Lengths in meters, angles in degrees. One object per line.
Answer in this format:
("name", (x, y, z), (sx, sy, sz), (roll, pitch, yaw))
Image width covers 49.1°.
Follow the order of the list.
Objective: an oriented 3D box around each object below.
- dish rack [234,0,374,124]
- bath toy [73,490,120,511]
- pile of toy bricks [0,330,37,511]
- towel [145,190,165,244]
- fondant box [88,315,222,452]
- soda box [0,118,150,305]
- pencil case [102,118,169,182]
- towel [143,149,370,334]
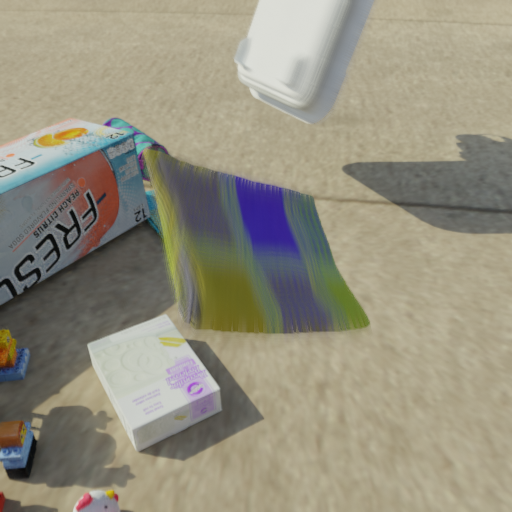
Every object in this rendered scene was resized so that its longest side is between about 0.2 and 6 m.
("dish rack", (0.717, -4.038, 9.063), (0.715, 3.286, 2.820), (10, 21, -33))
("bath toy", (-1.059, 2.594, 4.809), (0.712, 0.605, 1.637), (-30, 45, -34))
("pile of toy bricks", (-3.149, 1.424, 5.707), (1.569, 1.396, 2.828), (-4, 37, -6))
("towel", (-1.269, -0.786, 9.702), (1.317, 0.195, 1.796), (-20, 41, -23))
("fondant box", (-1.204, 1.414, 6.545), (1.051, 0.424, 1.457), (-20, 42, -25))
("soda box", (-3.868, -0.372, 7.929), (1.669, 1.552, 4.880), (20, 42, 33))
("pencil case", (-2.439, -2.127, 11.039), (0.816, 0.751, 1.765), (0, 27, -45))
("towel", (0.059, -0.060, 4.576), (2.090, 0.238, 1.501), (11, 51, -44))
